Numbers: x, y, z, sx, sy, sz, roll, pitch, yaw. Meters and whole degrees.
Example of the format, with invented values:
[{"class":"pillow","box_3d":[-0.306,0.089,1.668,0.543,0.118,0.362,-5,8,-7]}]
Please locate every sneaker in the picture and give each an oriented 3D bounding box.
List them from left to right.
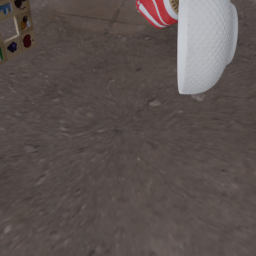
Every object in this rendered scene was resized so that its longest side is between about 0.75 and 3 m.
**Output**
[{"class":"sneaker","box_3d":[0.757,-3.827,6.812,0.971,1.532,2.725,-11,94,-21]}]

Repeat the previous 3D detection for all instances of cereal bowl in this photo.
[{"class":"cereal bowl","box_3d":[1.005,-1.210,3.655,0.647,1.553,1.553,-1,52,6]}]

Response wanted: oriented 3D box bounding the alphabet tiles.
[{"class":"alphabet tiles","box_3d":[-2.960,-2.518,5.673,0.108,2.872,2.401,27,48,19]}]
